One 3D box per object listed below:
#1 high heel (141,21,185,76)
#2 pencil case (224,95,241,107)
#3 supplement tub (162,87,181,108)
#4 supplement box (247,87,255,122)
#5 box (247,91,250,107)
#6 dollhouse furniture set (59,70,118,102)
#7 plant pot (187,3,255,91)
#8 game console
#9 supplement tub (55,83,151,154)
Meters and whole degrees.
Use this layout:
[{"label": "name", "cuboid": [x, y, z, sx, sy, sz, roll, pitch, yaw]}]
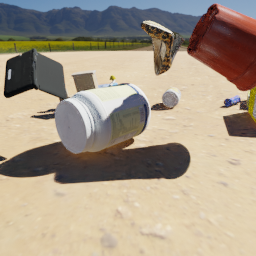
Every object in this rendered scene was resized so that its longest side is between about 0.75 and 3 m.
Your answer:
[{"label": "high heel", "cuboid": [0.945, -2.698, 9.787, 2.301, 1.640, 0.821, 6, 32, -47]}, {"label": "pencil case", "cuboid": [5.141, -1.331, 13.714, 1.026, 0.445, 0.400, -17, 66, -37]}, {"label": "supplement tub", "cuboid": [2.136, -1.518, 13.632, 0.833, 0.833, 1.152, 6, 21, 15]}, {"label": "supplement box", "cuboid": [5.808, -0.963, 11.263, 1.359, 1.350, 2.481, 4, 20, 11]}, {"label": "box", "cuboid": [6.265, -1.393, 13.824, 0.718, 0.478, 1.907, 8, 20, 20]}, {"label": "dollhouse furniture set", "cuboid": [-1.888, -2.166, 13.494, 2.239, 1.548, 2.372, -3, 26, 18]}, {"label": "plant pot", "cuboid": [3.097, -2.535, 8.482, 2.114, 2.174, 2.174, 23, 17, -10]}, {"label": "game console", "cuboid": [-2.825, -1.489, 8.547, 1.509, 0.998, 1.715, -20, 52, 5]}, {"label": "supplement tub", "cuboid": [-0.749, -0.335, 8.743, 1.863, 1.863, 2.569, 18, 27, 42]}]
